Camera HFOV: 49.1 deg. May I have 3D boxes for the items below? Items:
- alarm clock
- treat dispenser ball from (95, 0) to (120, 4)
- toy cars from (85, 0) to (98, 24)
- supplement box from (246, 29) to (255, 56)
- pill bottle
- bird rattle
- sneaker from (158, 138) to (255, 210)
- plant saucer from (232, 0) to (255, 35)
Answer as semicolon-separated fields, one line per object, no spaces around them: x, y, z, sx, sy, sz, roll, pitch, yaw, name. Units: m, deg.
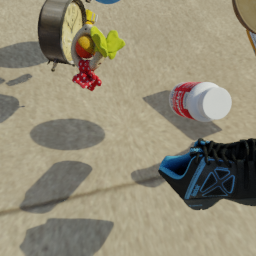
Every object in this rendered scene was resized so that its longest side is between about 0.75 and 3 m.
-1.689;-2.837;7.359;0.849;2.550;1.720;15;19;8;alarm clock
-0.686;-4.957;9.220;1.627;1.627;1.627;0;53;0;treat dispenser ball
-1.109;-3.621;8.355;0.309;1.397;0.626;15;59;11;toy cars
4.053;-1.942;7.932;0.737;0.713;2.143;-19;74;25;supplement box
1.469;-0.556;5.815;0.797;0.797;1.420;-16;12;-11;pill bottle
-0.816;-1.633;6.265;0.852;1.513;1.234;-11;59;-46;bird rattle
1.686;0.677;4.749;1.168;2.851;1.044;41;47;-14;sneaker
2.893;-2.783;6.229;1.562;0.230;1.562;1;87;-22;plant saucer
